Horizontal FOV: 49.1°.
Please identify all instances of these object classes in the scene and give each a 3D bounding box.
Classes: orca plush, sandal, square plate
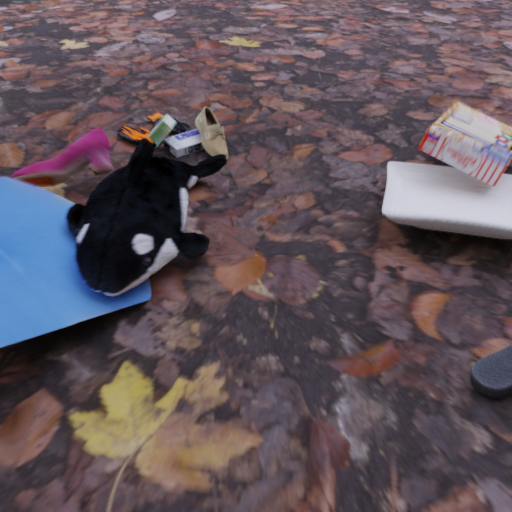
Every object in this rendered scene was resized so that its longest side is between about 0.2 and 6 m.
[{"bbox_3d":[-1.733,-1.284,10.258,2.559,1.729,4.864,25,34,15],"label":"orca plush"},{"bbox_3d":[4.140,1.544,8.216,2.189,0.469,0.832,-17,33,-6],"label":"sandal"},{"bbox_3d":[4.096,-1.114,11.266,3.014,0.429,2.986,8,30,11],"label":"square plate"}]

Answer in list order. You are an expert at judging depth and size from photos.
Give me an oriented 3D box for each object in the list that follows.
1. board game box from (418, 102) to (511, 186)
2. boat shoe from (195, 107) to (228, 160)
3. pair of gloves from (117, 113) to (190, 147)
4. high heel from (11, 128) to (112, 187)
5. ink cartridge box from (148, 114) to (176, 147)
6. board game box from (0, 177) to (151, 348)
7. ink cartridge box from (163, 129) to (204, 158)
[{"bbox_3d":[4.878,-2.576,12.534,1.793,0.548,2.367,32,40,17],"label":"board game box"},{"bbox_3d":[-1.034,-2.957,13.541,0.550,0.496,1.526,-2,55,-35],"label":"boat shoe"},{"bbox_3d":[-2.637,-3.238,14.473,1.496,0.208,1.679,27,43,31],"label":"pair of gloves"},{"bbox_3d":[-4.174,-2.124,11.957,2.090,0.704,1.002,-15,77,-10],"label":"high heel"},{"bbox_3d":[-2.264,-2.985,13.353,0.315,0.551,1.061,41,20,-17],"label":"ink cartridge box"},{"bbox_3d":[-4.282,0.219,8.889,3.975,0.980,5.031,37,25,20],"label":"board game box"},{"bbox_3d":[-1.570,-2.852,13.917,1.328,0.260,0.661,-25,46,-27],"label":"ink cartridge box"}]
